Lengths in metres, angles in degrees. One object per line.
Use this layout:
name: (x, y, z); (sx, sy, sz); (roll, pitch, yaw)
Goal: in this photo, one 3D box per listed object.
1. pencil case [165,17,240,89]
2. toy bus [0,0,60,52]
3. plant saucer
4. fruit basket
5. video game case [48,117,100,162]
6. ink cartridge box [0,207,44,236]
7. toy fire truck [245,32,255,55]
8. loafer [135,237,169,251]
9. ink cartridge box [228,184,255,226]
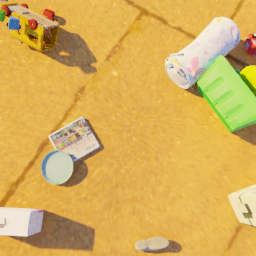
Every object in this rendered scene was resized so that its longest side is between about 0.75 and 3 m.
pencil case: (2.729, -2.771, 10.298); (2.954, 1.228, 1.340); (-40, 88, -11)
toy bus: (-3.859, -3.817, 10.585); (2.291, 1.254, 2.428); (2, 38, -29)
plant saucer: (-2.424, 1.345, 9.655); (1.170, 0.160, 1.170); (-1, 82, 11)
fruit basket: (4.049, -1.388, 9.729); (2.748, 1.982, 2.748); (-1, 84, 15)
video game case: (-1.920, 0.477, 9.990); (1.418, 0.163, 1.292); (-30, 77, -7)
ink cartridge box: (-3.751, 2.882, 8.725); (1.831, 1.334, 0.777); (4, 75, 1)
toy fire truck: (5.535, -2.756, 10.461); (2.195, 0.535, 1.548); (6, 66, 8)
loafer: (0.762, 3.733, 8.954); (1.067, 0.336, 0.384); (-4, 45, -3)
ink cartridge box: (4.369, 2.186, 8.369); (1.775, 2.421, 1.006); (-19, 79, -4)
